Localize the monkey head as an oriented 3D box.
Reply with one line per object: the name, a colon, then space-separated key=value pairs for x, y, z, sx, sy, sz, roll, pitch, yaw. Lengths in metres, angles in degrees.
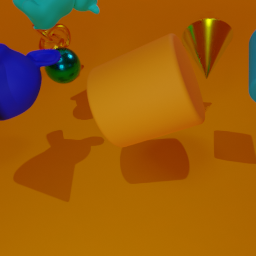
monkey head: x=-2.127 y=-0.878 z=4.613 sx=1.984 sy=1.196 sz=1.428 roll=-39 pitch=57 yaw=15

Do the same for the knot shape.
knot shape: x=-2.682 y=-3.116 z=9.567 sx=1.317 sy=0.650 sz=1.408 roll=33 pitch=47 yaw=-5

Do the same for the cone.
cone: x=1.817 y=-1.631 z=6.469 sx=1.187 sy=1.187 sz=1.192 roll=5 pitch=67 yaw=6

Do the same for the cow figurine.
cow figurine: x=-1.532 y=-2.895 z=6.504 sx=0.953 sy=1.709 sz=1.737 roll=39 pitch=92 yaw=29

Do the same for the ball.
ball: x=-1.606 y=-1.533 z=6.889 sx=0.887 sy=0.887 sz=0.887 roll=0 pitch=38 yaw=0

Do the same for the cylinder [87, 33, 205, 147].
cylinder: x=0.309 y=-0.536 z=4.370 sx=1.388 sy=1.388 sz=1.388 roll=-18 pitch=32 yaw=23

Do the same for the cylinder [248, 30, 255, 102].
cylinder: x=2.477 y=-1.012 z=4.417 sx=1.059 sy=1.059 sz=1.059 roll=8 pitch=63 yaw=10
